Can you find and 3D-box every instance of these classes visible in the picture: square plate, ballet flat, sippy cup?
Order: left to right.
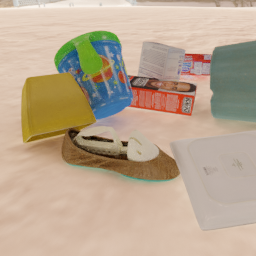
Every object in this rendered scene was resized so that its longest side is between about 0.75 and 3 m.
[{"bbox_3d":[-0.819,-1.337,7.899,2.052,1.915,2.613,-29,-12,34],"label":"sippy cup"},{"bbox_3d":[-0.202,0.449,5.963,2.700,0.977,0.916,9,32,16],"label":"ballet flat"},{"bbox_3d":[2.122,0.821,5.471,2.163,0.311,2.184,-6,41,-6],"label":"square plate"}]

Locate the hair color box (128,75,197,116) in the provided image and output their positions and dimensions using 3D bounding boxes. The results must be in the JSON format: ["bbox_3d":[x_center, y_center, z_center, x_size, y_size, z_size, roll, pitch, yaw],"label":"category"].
[{"bbox_3d":[0.954,-1.094,9.076,2.397,0.734,1.217,10,29,13],"label":"hair color box"}]

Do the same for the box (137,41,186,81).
[{"bbox_3d":[1.160,-2.213,10.220,0.837,1.595,1.467,-7,27,-35],"label":"box"}]

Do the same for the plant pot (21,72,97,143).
[{"bbox_3d":[-1.830,-0.505,6.721,1.503,1.326,1.503,-14,-2,-27],"label":"plant pot"}]

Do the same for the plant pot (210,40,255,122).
[{"bbox_3d":[3.739,-1.255,7.641,2.722,2.779,2.779,1,26,24],"label":"plant pot"}]

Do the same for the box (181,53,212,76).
[{"bbox_3d":[2.540,-2.656,11.712,1.769,0.882,0.844,4,13,11],"label":"box"}]
